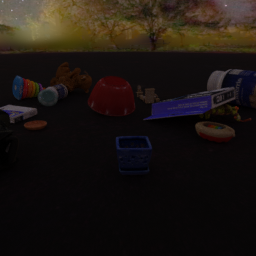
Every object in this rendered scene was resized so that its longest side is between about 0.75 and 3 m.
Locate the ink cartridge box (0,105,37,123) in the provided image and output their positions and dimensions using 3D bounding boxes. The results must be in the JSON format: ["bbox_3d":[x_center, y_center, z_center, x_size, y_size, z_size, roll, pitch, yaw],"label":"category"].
[{"bbox_3d":[-4.772,-0.593,11.488,1.450,0.315,1.437,9,21,18],"label":"ink cartridge box"}]

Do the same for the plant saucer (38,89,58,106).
[{"bbox_3d":[-3.805,-1.489,13.332,0.935,0.935,0.180,-9,-20,-25],"label":"plant saucer"}]

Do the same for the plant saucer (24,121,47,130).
[{"bbox_3d":[-3.403,-0.091,10.325,0.796,0.149,0.796,-1,20,0],"label":"plant saucer"}]

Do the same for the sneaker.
[{"bbox_3d":[-3.562,0.339,7.704,1.684,1.124,2.940,2,22,0],"label":"sneaker"}]

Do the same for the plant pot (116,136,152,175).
[{"bbox_3d":[0.132,0.705,7.082,0.858,0.771,0.858,-2,19,-3],"label":"plant pot"}]

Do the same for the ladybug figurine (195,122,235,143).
[{"bbox_3d":[2.819,0.147,9.123,0.901,0.477,1.327,-18,26,-41],"label":"ladybug figurine"}]

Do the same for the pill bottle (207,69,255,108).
[{"bbox_3d":[5.343,-1.916,13.305,1.650,1.650,2.852,-15,23,-37],"label":"pill bottle"}]

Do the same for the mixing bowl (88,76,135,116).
[{"bbox_3d":[-0.631,-1.534,12.185,2.137,1.157,2.137,8,31,-5],"label":"mixing bowl"}]

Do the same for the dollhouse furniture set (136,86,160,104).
[{"bbox_3d":[1.046,-1.805,14.420,0.816,0.697,1.575,-5,20,-15],"label":"dollhouse furniture set"}]

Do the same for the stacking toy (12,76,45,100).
[{"bbox_3d":[-5.010,-2.049,15.000,2.003,1.163,1.099,2,17,-40],"label":"stacking toy"}]

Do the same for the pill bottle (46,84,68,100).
[{"bbox_3d":[-3.720,-1.742,14.133,0.760,0.760,1.368,7,20,19],"label":"pill bottle"}]

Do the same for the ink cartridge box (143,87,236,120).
[{"bbox_3d":[2.398,-0.971,11.122,2.743,0.601,2.769,-5,12,44],"label":"ink cartridge box"}]

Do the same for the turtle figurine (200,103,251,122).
[{"bbox_3d":[3.801,-0.664,11.202,1.617,0.646,2.005,-5,20,-13],"label":"turtle figurine"}]

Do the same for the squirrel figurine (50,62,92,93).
[{"bbox_3d":[-3.208,-2.561,15.983,2.057,1.560,2.204,20,40,22],"label":"squirrel figurine"}]
